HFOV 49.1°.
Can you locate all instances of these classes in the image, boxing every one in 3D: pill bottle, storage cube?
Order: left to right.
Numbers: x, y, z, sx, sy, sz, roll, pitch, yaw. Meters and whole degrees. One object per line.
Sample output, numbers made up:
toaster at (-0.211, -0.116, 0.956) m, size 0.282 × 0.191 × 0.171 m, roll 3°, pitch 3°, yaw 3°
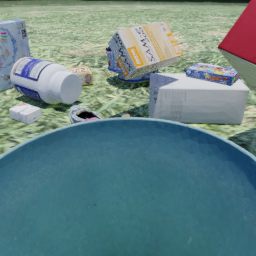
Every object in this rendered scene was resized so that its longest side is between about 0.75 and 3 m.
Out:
pill bottle at (-2.688, -1.530, 9.324) m, size 2.221 × 1.329 × 1.329 m, roll 19°, pitch 34°, yaw 29°
storage cube at (3.416, -1.588, 5.284) m, size 2.324 × 2.089 × 1.987 m, roll 26°, pitch 13°, yaw -47°

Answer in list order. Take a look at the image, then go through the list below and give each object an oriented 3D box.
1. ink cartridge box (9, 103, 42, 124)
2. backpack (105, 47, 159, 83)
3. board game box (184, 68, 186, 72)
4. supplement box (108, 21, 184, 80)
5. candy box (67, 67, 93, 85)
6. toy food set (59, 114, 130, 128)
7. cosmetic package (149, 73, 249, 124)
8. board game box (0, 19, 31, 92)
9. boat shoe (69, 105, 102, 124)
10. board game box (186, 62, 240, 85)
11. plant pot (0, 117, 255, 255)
ink cartridge box at (-3.040, -0.439, 8.337) m, size 0.766 × 0.317 × 0.561 m, roll 16°, pitch 32°, yaw 28°
backpack at (0.199, -2.666, 11.031) m, size 2.076 × 1.679 × 2.180 m, roll -7°, pitch 15°, yaw -27°
board game box at (3.040, -2.486, 12.291) m, size 0.660 × 0.169 × 0.975 m, roll -19°, pitch 33°, yaw -30°
supplement box at (0.498, -2.104, 7.481) m, size 1.763 × 1.111 × 0.648 m, roll -25°, pitch -4°, yaw -33°
candy box at (-2.342, -1.999, 11.047) m, size 1.764 × 0.488 × 1.018 m, roll -8°, pitch 29°, yaw -15°
toy food set at (-1.066, 0.424, 6.329) m, size 2.486 × 0.392 × 1.581 m, roll -10°, pitch 51°, yaw -6°
cosmetic package at (1.973, -0.928, 8.373) m, size 2.676 × 1.135 × 1.440 m, roll 3°, pitch 27°, yaw 4°
board game box at (-4.621, -2.577, 10.173) m, size 0.505 × 2.329 × 2.318 m, roll 17°, pitch 32°, yaw 29°
boat shoe at (-1.125, -0.278, 7.737) m, size 0.690 × 0.600 × 1.872 m, roll -14°, pitch 31°, yaw -24°
board game box at (2.519, -1.627, 8.231) m, size 1.367 × 0.236 × 0.925 m, roll 19°, pitch 32°, yaw 31°
plant pot at (-0.042, 1.459, 2.961) m, size 3.001 × 2.021 × 3.001 m, roll -2°, pitch 30°, yaw 1°
